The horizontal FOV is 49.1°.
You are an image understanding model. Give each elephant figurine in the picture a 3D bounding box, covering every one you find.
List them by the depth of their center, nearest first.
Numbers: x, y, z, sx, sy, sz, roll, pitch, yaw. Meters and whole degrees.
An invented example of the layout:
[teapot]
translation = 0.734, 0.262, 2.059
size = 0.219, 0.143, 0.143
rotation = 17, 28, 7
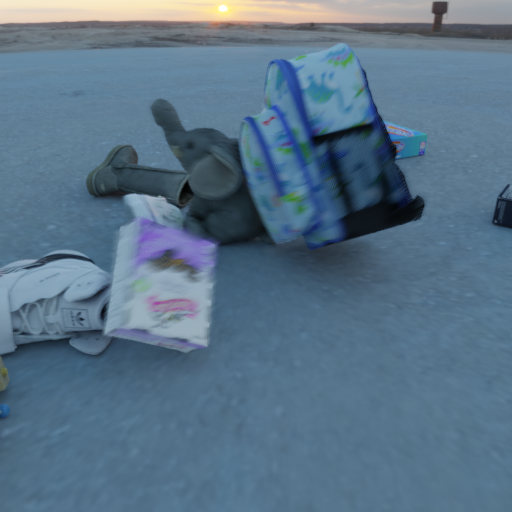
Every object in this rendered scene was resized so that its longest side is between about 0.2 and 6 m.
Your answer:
[elephant figurine]
translation = -0.822, -1.708, 11.436
size = 2.164, 2.789, 1.973
rotation = -10, 28, -19

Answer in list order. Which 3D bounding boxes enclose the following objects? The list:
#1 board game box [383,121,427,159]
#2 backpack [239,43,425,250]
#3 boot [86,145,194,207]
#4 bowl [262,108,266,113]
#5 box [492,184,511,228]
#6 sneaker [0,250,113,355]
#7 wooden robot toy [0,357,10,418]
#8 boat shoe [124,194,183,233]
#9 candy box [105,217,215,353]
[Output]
[board game box]
translation = 3.405, -3.589, 17.655
size = 3.091, 0.695, 2.351
rotation = -14, 29, -26
[backpack]
translation = 1.041, -1.872, 10.203
size = 2.501, 3.403, 3.114
rotation = -15, 0, -6
[boot]
translation = -2.673, -2.097, 14.337
size = 2.646, 0.960, 2.406
rotation = 1, 39, 18
[bowl]
translation = 0.555, -3.072, 12.718
size = 0.468, 1.254, 1.252
rotation = 22, 65, 33
[box]
translation = 6.005, -1.052, 12.496
size = 1.105, 0.686, 1.114
rotation = 17, 31, 30
[sneaker]
translation = -3.244, 0.825, 8.091
size = 1.807, 1.182, 3.145
rotation = 16, 26, 34
[wooden robot toy]
translation = -3.545, 1.894, 6.306
size = 1.070, 1.039, 2.359
rotation = -17, 28, -9
[boat shoe]
translation = -1.971, -0.701, 11.242
size = 1.043, 1.149, 3.124
rotation = -10, 27, -16
[candy box]
translation = -1.313, 0.441, 7.936
size = 1.342, 1.599, 0.572
rotation = 21, -29, -37
